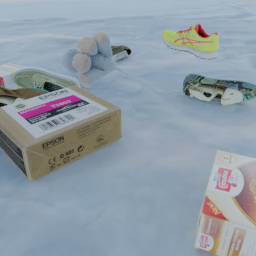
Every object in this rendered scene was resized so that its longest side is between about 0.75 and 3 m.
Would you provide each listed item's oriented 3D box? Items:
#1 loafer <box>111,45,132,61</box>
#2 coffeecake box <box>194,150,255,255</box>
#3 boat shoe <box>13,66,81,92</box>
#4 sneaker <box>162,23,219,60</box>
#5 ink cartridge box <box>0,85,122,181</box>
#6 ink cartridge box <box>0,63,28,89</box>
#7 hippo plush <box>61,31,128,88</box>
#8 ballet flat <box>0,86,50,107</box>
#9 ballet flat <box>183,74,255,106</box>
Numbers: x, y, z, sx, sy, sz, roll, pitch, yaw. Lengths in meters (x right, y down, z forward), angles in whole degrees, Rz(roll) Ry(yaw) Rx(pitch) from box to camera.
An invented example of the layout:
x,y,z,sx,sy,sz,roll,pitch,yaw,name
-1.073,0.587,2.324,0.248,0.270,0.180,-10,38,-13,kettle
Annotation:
x,y,z,sx,sy,sz,roll,pitch,yaw,name
-0.536,-3.994,14.829,0.727,0.785,2.087,15,33,32,loafer
2.749,1.562,5.133,2.613,0.955,2.006,12,32,20,coffeecake box
-3.206,-1.732,10.776,2.688,0.968,0.834,8,33,5,boat shoe
2.142,-3.094,9.491,2.146,0.969,0.839,27,42,28,sneaker
-1.983,-0.068,7.810,2.878,1.081,2.371,-26,40,-35,ink cartridge box
-5.085,-2.019,11.474,1.297,0.745,1.787,17,34,26,ink cartridge box
-1.692,-3.170,12.070,2.706,2.155,2.176,-27,40,-37,hippo plush
-3.881,-0.880,9.535,2.770,0.939,1.002,11,52,18,ballet flat
3.316,-1.281,10.278,2.756,1.023,1.023,14,33,26,ballet flat
